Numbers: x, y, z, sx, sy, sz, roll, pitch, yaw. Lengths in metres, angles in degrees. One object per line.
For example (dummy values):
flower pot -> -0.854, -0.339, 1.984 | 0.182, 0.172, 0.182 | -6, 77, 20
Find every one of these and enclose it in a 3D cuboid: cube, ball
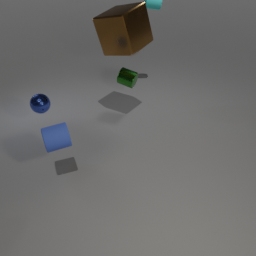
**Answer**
cube -> -0.145, -3.518, 10.028 | 1.400, 1.400, 1.400 | 11, 43, 38
ball -> -3.065, -0.852, 9.782 | 0.700, 0.700, 0.700 | 0, 32, 0

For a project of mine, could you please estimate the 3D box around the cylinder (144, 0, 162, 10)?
cylinder -> 1.115, -5.658, 12.441 | 0.700, 0.700, 0.700 | 4, 31, -7

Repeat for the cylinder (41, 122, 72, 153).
cylinder -> -1.999, 0.259, 7.835 | 0.700, 0.700, 0.700 | -16, 35, -14

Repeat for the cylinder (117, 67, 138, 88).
cylinder -> -0.016, -2.111, 11.779 | 0.700, 0.700, 0.700 | 23, 36, 10
